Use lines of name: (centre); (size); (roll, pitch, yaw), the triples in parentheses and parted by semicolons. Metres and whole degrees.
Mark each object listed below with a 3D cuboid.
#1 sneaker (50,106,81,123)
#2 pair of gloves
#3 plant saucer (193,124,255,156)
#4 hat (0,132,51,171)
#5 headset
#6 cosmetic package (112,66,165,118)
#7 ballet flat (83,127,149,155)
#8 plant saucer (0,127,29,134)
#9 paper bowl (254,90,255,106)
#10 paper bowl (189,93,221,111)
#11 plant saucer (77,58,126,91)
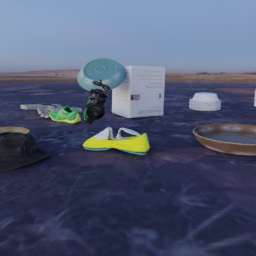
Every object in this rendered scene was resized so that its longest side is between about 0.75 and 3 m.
sneaker: (-2.731, -0.625, 12.275); (1.711, 0.715, 0.634); (7, 15, 32)
pair of gloves: (-3.921, -0.893, 14.252); (2.572, 0.451, 2.187); (13, 14, 38)
plant saucer: (3.359, 0.327, 8.475); (2.742, 0.440, 2.742); (1, 11, 0)
hat: (-2.915, 0.457, 7.160); (1.815, 0.732, 1.815); (1, 12, 0)
headset: (-1.271, -1.001, 10.346); (0.972, 1.278, 2.070); (22, -36, -24)
cosmetic package: (0.477, -1.843, 13.933); (1.971, 2.392, 1.973); (-6, 13, -28)
ballet flat: (-0.350, 0.319, 7.925); (1.997, 0.669, 0.667); (4, 13, 20)
plant saucer: (-4.081, 0.302, 8.810); (1.876, 0.332, 1.876); (0, 12, 0)
paper bowl: (7.197, -1.095, 12.765); (2.650, 1.378, 2.650); (0, 9, 0)
paper bowl: (4.462, -1.543, 16.175); (1.767, 0.919, 1.767); (1, 12, 0)
plant saucer: (-1.191, -2.482, 12.448); (2.213, 0.398, 2.213); (-3, 49, 3)
